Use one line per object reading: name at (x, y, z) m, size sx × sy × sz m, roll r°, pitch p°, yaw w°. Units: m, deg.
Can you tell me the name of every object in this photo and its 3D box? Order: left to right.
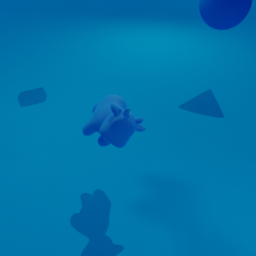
cow figurine at (-0.224, -0.180, 4.815) m, size 0.709 × 1.270 × 1.291 m, roll 37°, pitch 43°, yaw -22°
cone at (2.904, -3.592, 8.246) m, size 1.372 × 1.372 × 1.378 m, roll 15°, pitch 22°, yaw 19°
